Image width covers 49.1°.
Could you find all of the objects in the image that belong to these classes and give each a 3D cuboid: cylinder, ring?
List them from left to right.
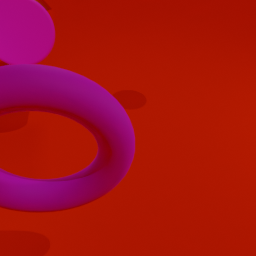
[{"bbox_3d":[-2.992,-3.240,7.714,1.398,1.398,1.398,46,50,-6],"label":"cylinder"},{"bbox_3d":[-2.262,-2.066,5.961,1.319,1.319,1.319,-12,23,-13],"label":"cylinder"},{"bbox_3d":[-0.801,0.216,2.565,1.748,1.748,0.350,-5,43,-5],"label":"ring"}]
